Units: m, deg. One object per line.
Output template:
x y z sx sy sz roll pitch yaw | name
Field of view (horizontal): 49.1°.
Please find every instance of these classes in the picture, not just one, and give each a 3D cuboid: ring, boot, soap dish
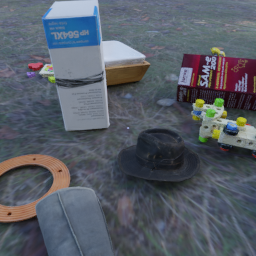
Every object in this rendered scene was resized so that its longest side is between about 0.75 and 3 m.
-2.076 1.148 5.563 1.833 0.176 1.833 1 33 0 | ring
-1.021 1.813 3.952 1.985 0.792 2.183 -3 37 -31 | boot
-0.657 -2.387 10.195 1.923 0.993 2.445 -13 34 -27 | soap dish

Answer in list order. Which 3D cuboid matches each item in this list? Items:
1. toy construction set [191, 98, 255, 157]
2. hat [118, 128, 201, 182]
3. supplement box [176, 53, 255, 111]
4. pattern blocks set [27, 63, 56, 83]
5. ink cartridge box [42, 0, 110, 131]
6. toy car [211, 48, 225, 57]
2.708 -0.098 6.780 2.355 1.085 1.544 -1 29 16 | toy construction set
0.641 0.426 5.939 1.796 0.725 1.796 -3 25 1 | hat
2.905 -1.422 8.539 2.649 0.807 1.442 8 58 13 | supplement box
-2.681 -2.240 10.802 2.334 0.189 2.052 -8 34 -12 | pattern blocks set
-1.229 -1.661 7.416 1.218 2.890 2.110 -5 33 -3 | ink cartridge box
3.362 -1.851 9.489 0.363 1.626 1.530 -25 55 21 | toy car
